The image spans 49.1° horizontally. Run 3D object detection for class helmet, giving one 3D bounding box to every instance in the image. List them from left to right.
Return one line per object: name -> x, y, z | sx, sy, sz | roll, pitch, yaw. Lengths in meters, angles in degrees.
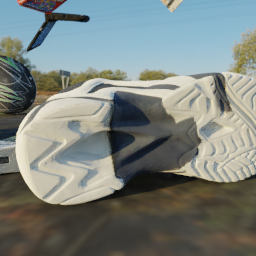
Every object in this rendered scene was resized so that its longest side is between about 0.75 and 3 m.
helmet -> -4.949, -1.690, 11.086 | 2.479, 2.479, 2.363 | -3, 25, -23

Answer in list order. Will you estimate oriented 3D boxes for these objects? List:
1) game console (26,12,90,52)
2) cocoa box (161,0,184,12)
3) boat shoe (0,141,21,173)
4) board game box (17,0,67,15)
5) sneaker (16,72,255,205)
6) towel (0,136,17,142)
game console -> -2.311, -3.284, 9.617 | 1.897, 1.255, 2.157 | 3, 23, -7
cocoa box -> 1.664, -4.726, 9.709 | 0.794, 0.807, 1.210 | 43, 3, -9
boat shoe -> -1.621, 0.291, 3.141 | 1.168, 0.431, 0.498 | -2, 7, -32
board game box -> -2.059, -3.279, 7.100 | 0.837, 0.158, 1.625 | -32, 8, 16
sneaker -> 0.210, -0.096, 3.275 | 2.824, 1.127, 1.838 | -13, 20, -18
towel -> -1.133, 0.176, 5.007 | 1.438, 0.213, 1.960 | 2, 9, 13
